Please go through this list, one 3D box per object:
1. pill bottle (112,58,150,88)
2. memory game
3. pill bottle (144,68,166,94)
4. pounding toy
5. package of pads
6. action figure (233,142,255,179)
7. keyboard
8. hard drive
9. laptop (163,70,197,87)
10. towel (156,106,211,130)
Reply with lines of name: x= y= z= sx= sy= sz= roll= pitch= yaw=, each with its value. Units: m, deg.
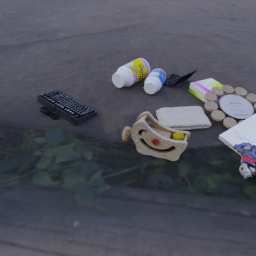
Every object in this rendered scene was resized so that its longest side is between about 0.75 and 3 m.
pill bottle: x=0.134 y=-2.593 z=13.382 sx=0.998 sy=0.998 sz=1.914 roll=26 pitch=44 yaw=31
memory game: x=4.301 y=-0.830 z=11.150 sx=2.601 sy=0.166 sz=2.601 roll=4 pitch=48 yaw=-5
pill bottle: x=1.223 y=-2.127 z=12.911 sx=0.786 sy=0.786 sz=1.400 roll=13 pitch=39 yaw=17
pounding toy: x=0.915 y=0.062 z=9.395 sx=2.317 sy=1.325 sz=1.329 roll=12 pitch=37 yaw=15
package of pads: x=3.664 y=-1.624 z=12.408 sx=1.230 sy=0.543 sz=1.593 roll=-15 pitch=38 yaw=-19
action figure: x=4.209 y=1.073 z=8.368 sx=1.862 sy=1.007 sz=1.925 roll=-19 pitch=28 yaw=-15
keyboard: x=-2.732 y=-0.900 z=11.591 sx=2.751 sy=0.353 sz=1.652 roll=28 pitch=44 yaw=35
hard drive: x=4.288 y=0.226 z=9.828 sx=1.787 sy=0.235 sz=1.179 roll=-27 pitch=44 yaw=-17
laptop: x=2.358 y=-2.517 z=13.504 sx=1.244 sy=0.725 sz=1.403 roll=-26 pitch=43 yaw=-33
towel: x=2.120 y=-0.365 z=10.861 sx=1.941 sy=0.335 sz=1.286 roll=-3 pitch=37 yaw=-5
